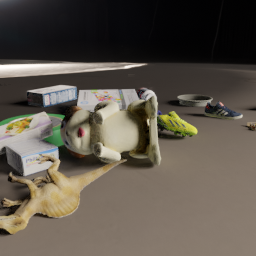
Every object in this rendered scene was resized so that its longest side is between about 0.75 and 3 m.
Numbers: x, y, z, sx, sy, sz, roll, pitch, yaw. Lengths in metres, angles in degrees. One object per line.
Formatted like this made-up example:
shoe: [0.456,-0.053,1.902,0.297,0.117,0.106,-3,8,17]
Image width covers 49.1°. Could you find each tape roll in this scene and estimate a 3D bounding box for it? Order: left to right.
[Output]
tape roll: [-3.143,0.078,9.669,2.475,0.595,2.475,0,17,0]

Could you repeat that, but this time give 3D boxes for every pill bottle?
pill bottle: [1.027,-1.700,15.246,0.796,0.796,1.331,-5,18,-17]

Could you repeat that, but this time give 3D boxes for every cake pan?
cake pan: [3.655,-1.506,15.370,1.890,0.347,1.890,0,17,0]

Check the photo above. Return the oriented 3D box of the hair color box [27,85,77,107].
hair color box: [-4.183,-1.822,15.662,1.279,0.774,2.558,10,20,31]

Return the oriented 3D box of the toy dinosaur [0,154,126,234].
toy dinosaur: [-1.492,1.255,5.900,1.468,0.845,2.904,32,40,33]

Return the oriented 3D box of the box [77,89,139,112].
box: [-0.960,-1.287,13.701,2.906,0.598,2.265,-3,26,-5]

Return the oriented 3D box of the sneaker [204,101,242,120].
sneaker: [4.232,-0.816,12.468,1.657,0.700,0.621,10,19,29]

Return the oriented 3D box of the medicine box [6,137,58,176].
medicine box: [-2.572,0.734,7.531,1.000,0.565,1.098,-14,23,-40]

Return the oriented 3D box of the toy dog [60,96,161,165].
toy dog: [-0.586,-0.013,7.962,2.645,1.846,2.565,-4,14,-5]

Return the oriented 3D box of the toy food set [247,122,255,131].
toy food set: [5.041,-0.090,10.857,0.556,0.234,0.775,0,17,0]

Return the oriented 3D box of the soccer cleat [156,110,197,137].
soccer cleat: [1.647,-0.211,10.073,1.963,0.821,0.635,17,-9,45]

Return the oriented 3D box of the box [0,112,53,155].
box: [-3.504,0.339,7.702,2.895,0.600,0.560,-24,54,-30]
